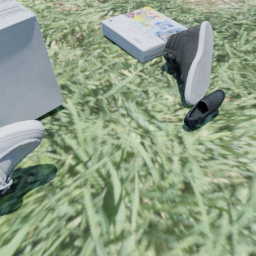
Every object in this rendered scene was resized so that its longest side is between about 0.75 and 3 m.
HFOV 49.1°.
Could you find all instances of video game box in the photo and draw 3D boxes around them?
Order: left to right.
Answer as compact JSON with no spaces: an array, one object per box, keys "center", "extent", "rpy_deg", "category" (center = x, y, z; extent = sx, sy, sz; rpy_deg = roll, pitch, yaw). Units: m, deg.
[{"center":[0.635,-3.490,10.190],"extent":[2.248,0.577,2.467],"rpy_deg":[-29,54,-23],"category":"video game box"}]

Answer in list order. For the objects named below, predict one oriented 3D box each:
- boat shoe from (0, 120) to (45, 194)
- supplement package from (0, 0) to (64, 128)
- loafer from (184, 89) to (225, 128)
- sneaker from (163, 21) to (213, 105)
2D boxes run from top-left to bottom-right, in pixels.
[{"center":[-2.616,0.878,5.123],"extent":[2.739,0.986,0.938],"rpy_deg":[-31,72,-1],"category":"boat shoe"},{"center":[-3.375,-1.741,6.974],"extent":[1.991,2.589,2.708],"rpy_deg":[-33,55,-23],"category":"supplement package"},{"center":[1.955,-0.533,7.029],"extent":[1.352,0.474,0.459],"rpy_deg":[-40,68,-12],"category":"loafer"},{"center":[1.681,-1.842,8.355],"extent":[1.345,0.959,2.712],"rpy_deg":[-3,64,38],"category":"sneaker"}]
